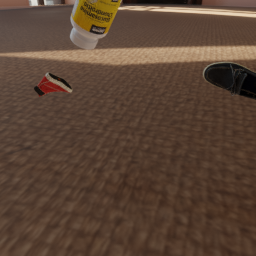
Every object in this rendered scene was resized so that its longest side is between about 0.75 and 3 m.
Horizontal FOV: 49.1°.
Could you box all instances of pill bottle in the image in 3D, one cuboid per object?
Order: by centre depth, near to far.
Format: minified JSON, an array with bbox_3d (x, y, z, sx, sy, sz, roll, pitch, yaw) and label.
[{"bbox_3d":[-0.835,-2.915,7.001,1.012,1.806,1.012,17,45,-18],"label":"pill bottle"}]

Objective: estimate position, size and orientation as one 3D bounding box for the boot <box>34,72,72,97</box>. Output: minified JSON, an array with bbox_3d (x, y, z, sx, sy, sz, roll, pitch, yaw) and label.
[{"bbox_3d":[-1.951,-1.005,7.280,0.946,0.682,0.342,23,30,-56],"label":"boot"}]

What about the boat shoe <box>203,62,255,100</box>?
[{"bbox_3d":[2.449,-1.022,6.134,1.692,0.631,0.527,25,29,24],"label":"boat shoe"}]
